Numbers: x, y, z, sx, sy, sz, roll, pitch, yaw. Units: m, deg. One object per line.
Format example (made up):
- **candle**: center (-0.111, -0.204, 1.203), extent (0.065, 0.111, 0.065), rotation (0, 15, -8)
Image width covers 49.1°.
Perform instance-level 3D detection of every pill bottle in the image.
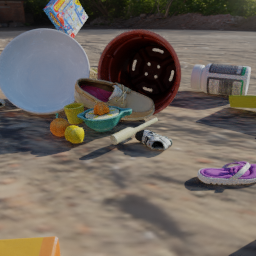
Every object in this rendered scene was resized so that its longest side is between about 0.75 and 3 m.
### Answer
- **pill bottle**: center (3.678, -1.943, 11.206), extent (2.135, 1.208, 1.208), rotation (12, 26, 24)

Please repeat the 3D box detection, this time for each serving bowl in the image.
- **serving bowl**: center (-2.774, -1.809, 9.540), extent (2.956, 2.956, 0.972), rotation (-3, -11, -6)

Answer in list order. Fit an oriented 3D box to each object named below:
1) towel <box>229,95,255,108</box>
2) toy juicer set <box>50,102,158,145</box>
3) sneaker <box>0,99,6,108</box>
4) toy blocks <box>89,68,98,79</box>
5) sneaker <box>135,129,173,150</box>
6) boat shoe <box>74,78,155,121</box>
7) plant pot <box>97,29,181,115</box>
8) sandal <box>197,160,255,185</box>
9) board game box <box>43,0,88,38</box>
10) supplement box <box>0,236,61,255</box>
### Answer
- **towel**: center (4.569, -0.871, 9.022), extent (2.457, 0.222, 1.057), rotation (4, -14, 23)
- **toy juicer set**: center (-0.831, -0.223, 7.519), extent (2.843, 0.774, 1.809), rotation (5, 25, 23)
- **sneaker**: center (-4.773, -0.828, 9.686), extent (0.974, 0.361, 0.431), rotation (-9, 23, -19)
- **toy blocks**: center (-2.066, -2.071, 11.657), extent (2.493, 1.086, 2.992), rotation (5, 17, 3)
- **sneaker**: center (0.571, 0.312, 7.033), extent (1.006, 0.373, 0.445), rotation (13, 24, 28)
- **boat shoe**: center (-0.422, -0.918, 8.521), extent (2.581, 0.893, 0.952), rotation (11, 65, 1)
- **plant pot**: center (0.630, -1.960, 9.836), extent (2.680, 2.680, 2.606), rotation (6, 16, 14)
- **sandal**: center (2.180, 0.870, 5.742), extent (1.508, 0.371, 0.614), rotation (-6, 24, -13)
- **board game box**: center (-2.398, -4.508, 11.033), extent (0.413, 1.449, 1.479), rotation (4, 57, 33)
- **supplement box**: center (-1.715, 1.771, 3.448), extent (1.669, 0.574, 0.555), rotation (0, 23, -4)
